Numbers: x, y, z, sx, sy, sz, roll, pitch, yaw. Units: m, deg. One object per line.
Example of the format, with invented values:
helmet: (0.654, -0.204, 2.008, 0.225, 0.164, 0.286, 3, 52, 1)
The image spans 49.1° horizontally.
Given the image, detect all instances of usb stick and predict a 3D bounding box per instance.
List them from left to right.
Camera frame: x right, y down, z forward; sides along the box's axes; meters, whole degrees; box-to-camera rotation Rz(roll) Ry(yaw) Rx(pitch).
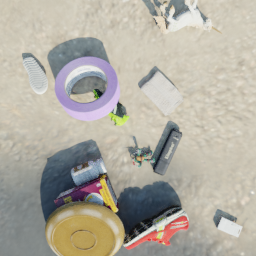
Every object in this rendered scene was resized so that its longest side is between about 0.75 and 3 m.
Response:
usb stick: (1.588, 0.968, 11.186, 0.536, 0.315, 1.932, 25, 88, 1)

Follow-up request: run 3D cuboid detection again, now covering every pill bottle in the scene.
pill bottle: (-1.516, 1.692, 10.963, 1.260, 0.720, 0.720, -23, 88, -1)

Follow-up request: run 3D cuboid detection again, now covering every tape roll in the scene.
tape roll: (-1.521, -1.508, 10.667, 2.377, 0.780, 2.377, -2, 70, 4)

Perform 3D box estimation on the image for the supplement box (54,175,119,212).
supplement box: (-1.543, 2.833, 10.745, 2.059, 1.063, 1.348, -24, 90, 0)

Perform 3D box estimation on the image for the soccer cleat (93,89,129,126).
soccer cleat: (-0.682, -0.900, 11.170, 0.729, 0.607, 1.798, -39, 91, -17)

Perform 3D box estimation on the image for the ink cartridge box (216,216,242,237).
ink cartridge box: (4.020, 3.924, 11.137, 0.902, 0.227, 0.492, 24, 88, 0)

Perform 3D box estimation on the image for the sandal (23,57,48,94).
sandal: (-3.677, -2.094, 11.266, 0.703, 0.425, 1.728, -20, 75, -16)

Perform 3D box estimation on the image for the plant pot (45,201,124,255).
plant pot: (-1.634, 4.062, 10.428, 2.997, 0.412, 2.997, 0, 113, 1)

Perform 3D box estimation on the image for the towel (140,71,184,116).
towel: (1.375, -1.375, 11.282, 1.075, 0.280, 1.622, -45, 88, -2)

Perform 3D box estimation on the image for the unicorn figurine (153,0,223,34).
unicorn figurine: (2.328, -4.355, 10.988, 2.426, 1.666, 0.896, -8, 50, 21)

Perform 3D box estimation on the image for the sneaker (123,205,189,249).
sneaker: (1.125, 4.076, 10.754, 2.724, 1.049, 1.157, -27, 93, -1)

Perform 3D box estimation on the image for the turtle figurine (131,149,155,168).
turtle figurine: (0.515, 1.186, 11.082, 1.003, 0.505, 0.751, -7, 83, -9)
